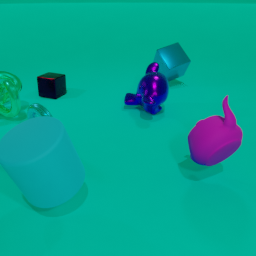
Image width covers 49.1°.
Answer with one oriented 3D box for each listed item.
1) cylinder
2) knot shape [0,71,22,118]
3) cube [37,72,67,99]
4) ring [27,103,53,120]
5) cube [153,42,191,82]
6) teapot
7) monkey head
[{"bbox_3d":[-1.324,0.530,4.403,1.045,1.045,1.045,-10,40,8],"label":"cylinder"},{"bbox_3d":[-3.607,-0.889,8.069,1.528,0.754,1.632,18,74,33],"label":"knot shape"},{"bbox_3d":[-2.664,-1.499,9.834,0.717,0.717,0.717,11,27,17],"label":"cube"},{"bbox_3d":[-1.952,-0.032,6.439,1.137,1.137,0.227,24,41,39],"label":"ring"},{"bbox_3d":[1.639,-2.488,10.731,0.971,0.971,0.971,-23,72,-15],"label":"cube"},{"bbox_3d":[1.560,0.147,5.153,1.012,1.628,0.797,-12,54,-28],"label":"teapot"},{"bbox_3d":[0.541,-1.116,8.467,1.375,1.152,1.912,4,49,7],"label":"monkey head"}]
